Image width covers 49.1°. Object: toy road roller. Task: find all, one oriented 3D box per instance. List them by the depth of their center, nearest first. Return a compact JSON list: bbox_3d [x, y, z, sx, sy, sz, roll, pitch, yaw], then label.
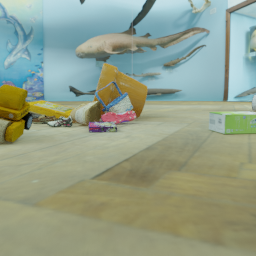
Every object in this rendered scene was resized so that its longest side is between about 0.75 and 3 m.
[{"bbox_3d":[-3.501,-0.475,8.056,1.099,1.306,1.789,14,22,-1],"label":"toy road roller"}]

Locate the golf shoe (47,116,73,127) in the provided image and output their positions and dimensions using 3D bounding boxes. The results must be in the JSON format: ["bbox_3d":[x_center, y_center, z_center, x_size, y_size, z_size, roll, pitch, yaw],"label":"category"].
[{"bbox_3d":[-2.781,-0.262,11.447,1.026,0.452,0.396,-2,8,-2],"label":"golf shoe"}]

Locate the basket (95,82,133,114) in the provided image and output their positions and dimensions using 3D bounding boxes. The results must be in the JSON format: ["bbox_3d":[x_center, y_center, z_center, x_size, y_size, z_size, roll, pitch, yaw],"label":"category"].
[{"bbox_3d":[-0.684,-1.275,13.493,1.180,1.696,1.495,-18,16,46],"label":"basket"}]

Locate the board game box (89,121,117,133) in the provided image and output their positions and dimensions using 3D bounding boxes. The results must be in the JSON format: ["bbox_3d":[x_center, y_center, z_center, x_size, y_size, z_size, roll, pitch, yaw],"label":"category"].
[{"bbox_3d":[-0.985,-0.053,10.683,1.010,0.272,1.683,-5,8,-7],"label":"board game box"}]

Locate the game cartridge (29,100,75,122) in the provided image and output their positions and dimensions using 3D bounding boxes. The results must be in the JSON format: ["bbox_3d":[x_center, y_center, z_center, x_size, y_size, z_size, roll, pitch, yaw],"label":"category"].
[{"bbox_3d":[-3.476,-0.857,13.960,2.627,0.426,2.316,12,10,2],"label":"game cartridge"}]

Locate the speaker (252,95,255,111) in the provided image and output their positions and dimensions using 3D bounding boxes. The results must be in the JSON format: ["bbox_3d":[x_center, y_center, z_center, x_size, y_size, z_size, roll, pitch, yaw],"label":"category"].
[{"bbox_3d":[10.416,-1.703,19.683,2.970,1.206,1.206,5,9,39],"label":"speaker"}]

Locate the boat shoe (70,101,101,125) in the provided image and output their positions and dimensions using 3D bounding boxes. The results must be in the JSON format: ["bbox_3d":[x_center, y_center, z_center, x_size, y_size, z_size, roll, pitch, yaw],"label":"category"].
[{"bbox_3d":[-1.870,-0.722,12.687,0.965,1.028,2.788,3,6,6],"label":"boat shoe"}]

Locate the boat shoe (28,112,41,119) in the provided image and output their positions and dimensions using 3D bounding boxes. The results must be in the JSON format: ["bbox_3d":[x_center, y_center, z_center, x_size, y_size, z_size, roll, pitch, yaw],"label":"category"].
[{"bbox_3d":[-5.142,-0.757,14.565,1.855,0.685,0.560,9,5,10],"label":"boat shoe"}]

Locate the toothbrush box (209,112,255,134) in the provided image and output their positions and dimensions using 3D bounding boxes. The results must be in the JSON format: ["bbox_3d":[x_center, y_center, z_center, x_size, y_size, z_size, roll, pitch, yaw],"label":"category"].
[{"bbox_3d":[3.902,-0.211,10.000,1.634,0.704,1.190,0,7,-10],"label":"toothbrush box"}]

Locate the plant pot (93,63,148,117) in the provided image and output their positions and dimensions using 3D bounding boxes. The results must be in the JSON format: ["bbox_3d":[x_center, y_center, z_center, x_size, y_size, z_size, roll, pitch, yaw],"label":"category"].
[{"bbox_3d":[-0.441,-1.793,15.508,2.661,2.907,2.907,16,5,-8],"label":"plant pot"}]

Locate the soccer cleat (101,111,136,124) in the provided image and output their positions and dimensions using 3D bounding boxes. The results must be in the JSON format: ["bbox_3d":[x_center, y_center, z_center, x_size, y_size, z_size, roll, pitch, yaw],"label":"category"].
[{"bbox_3d":[-0.433,-0.421,12.360,1.674,0.558,0.640,-10,-12,-27],"label":"soccer cleat"}]

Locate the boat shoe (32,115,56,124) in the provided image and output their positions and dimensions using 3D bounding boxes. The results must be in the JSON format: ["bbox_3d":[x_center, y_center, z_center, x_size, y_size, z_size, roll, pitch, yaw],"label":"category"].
[{"bbox_3d":[-3.786,-0.408,12.639,1.121,0.414,0.424,-1,7,-5],"label":"boat shoe"}]
